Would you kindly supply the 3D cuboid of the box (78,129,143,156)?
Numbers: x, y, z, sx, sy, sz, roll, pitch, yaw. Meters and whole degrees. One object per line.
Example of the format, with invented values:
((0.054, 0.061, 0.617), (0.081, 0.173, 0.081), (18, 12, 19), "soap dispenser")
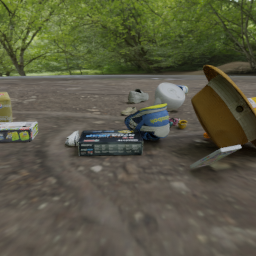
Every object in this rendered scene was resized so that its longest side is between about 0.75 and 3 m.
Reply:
((-0.413, 0.326, 6.710), (1.451, 0.334, 1.154), (-1, 13, -3), "box")

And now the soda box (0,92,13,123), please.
((-4.664, -0.725, 10.021), (0.833, 0.881, 2.602), (-6, 14, -25), "soda box")

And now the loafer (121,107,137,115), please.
((0.020, -0.687, 11.203), (0.309, 0.279, 0.817), (12, 17, 41), "loafer")

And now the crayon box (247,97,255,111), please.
((3.443, -0.365, 6.798), (1.414, 0.412, 0.840), (-9, 48, -20), "crayon box")

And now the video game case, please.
((1.602, 0.536, 5.158), (0.581, 0.073, 0.811), (-5, -25, -35), "video game case")

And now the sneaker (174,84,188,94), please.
((2.867, -2.499, 18.094), (1.942, 0.718, 0.799), (4, 16, 22), "sneaker")

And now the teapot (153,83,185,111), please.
((1.717, -1.211, 12.019), (1.393, 1.017, 1.375), (16, 42, -6), "teapot")

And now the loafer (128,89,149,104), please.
((0.596, -1.744, 14.818), (0.698, 0.697, 1.997), (5, 14, 22), "loafer")

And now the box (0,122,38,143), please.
((-3.537, 0.111, 7.635), (1.920, 0.333, 1.057), (-2, 13, -7), "box")

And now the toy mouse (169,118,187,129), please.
((1.371, -0.147, 8.991), (1.043, 0.227, 1.174), (4, 13, 13), "toy mouse")

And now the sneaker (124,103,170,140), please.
((0.483, -0.046, 7.580), (0.781, 0.869, 2.112), (-17, -2, -17), "sneaker")

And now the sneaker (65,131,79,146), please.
((-1.408, 0.262, 7.169), (0.314, 0.298, 0.779), (-10, 12, -2), "sneaker")

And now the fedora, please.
((2.169, -0.280, 6.471), (0.978, 2.397, 2.397), (-34, 10, 9), "fedora")

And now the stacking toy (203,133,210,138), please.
((2.448, 0.086, 7.595), (0.983, 0.539, 0.570), (-20, 48, -20), "stacking toy")
